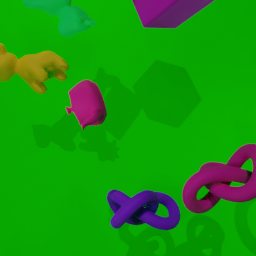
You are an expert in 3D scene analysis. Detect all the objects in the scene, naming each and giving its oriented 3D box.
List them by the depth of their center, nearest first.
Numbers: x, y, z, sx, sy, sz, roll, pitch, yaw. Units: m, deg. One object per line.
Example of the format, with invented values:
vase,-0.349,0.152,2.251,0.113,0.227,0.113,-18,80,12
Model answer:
teapot,-0.654,-0.330,4.275,0.571,0.725,1.166,-20,38,-10
knot shape,1.608,0.943,4.876,1.492,1.595,0.737,-28,80,-8
cow figurine,-1.161,-2.272,4.895,1.253,0.699,1.273,10,111,7
knot shape,0.341,1.636,5.650,1.474,1.575,0.728,5,76,-11
cube,0.916,-3.078,6.066,1.291,1.291,1.291,-20,87,-45
cow figurine,-2.284,-1.451,6.453,1.417,0.790,1.440,41,52,10
